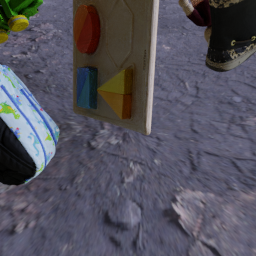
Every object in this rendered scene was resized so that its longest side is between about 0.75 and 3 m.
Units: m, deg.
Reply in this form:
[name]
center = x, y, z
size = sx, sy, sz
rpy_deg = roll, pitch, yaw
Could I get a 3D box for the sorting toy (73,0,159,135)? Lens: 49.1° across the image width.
[sorting toy]
center = -0.345, -1.395, 3.883
size = 0.400, 2.717, 2.008
rpy_deg = -9, 18, -38

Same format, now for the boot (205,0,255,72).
[boot]
center = 2.272, -2.235, 5.088
size = 2.220, 1.676, 0.801
rpy_deg = -38, 50, -12

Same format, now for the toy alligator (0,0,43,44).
[toy alligator]
center = -2.576, -2.808, 6.668
size = 2.987, 0.886, 0.810
rpy_deg = -26, 0, 13

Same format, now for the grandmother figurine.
[grandmother figurine]
center = 1.715, -2.892, 6.327
size = 1.512, 2.493, 0.755
rpy_deg = -31, 16, -14

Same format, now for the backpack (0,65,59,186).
[backpack]
center = -1.528, -0.010, 3.339
size = 1.209, 1.482, 1.139
rpy_deg = -28, 9, 26
